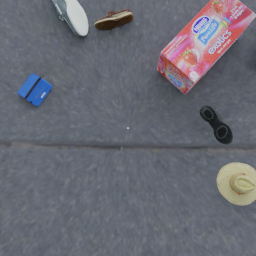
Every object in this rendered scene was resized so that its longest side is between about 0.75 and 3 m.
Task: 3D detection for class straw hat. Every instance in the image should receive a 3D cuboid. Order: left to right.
[{"bbox_3d":[3.310,1.619,8.091,1.342,0.568,1.342,0,81,0],"label":"straw hat"}]

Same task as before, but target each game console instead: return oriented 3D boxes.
[{"bbox_3d":[-2.911,-1.196,8.762,0.700,0.485,0.820,37,82,-26],"label":"game console"}]

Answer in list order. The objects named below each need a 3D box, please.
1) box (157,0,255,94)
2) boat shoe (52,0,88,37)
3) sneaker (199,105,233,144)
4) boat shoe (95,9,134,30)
[{"bbox_3d":[2.230,-2.489,8.313,1.271,1.378,2.685,43,85,6],"label":"box"},{"bbox_3d":[-1.930,-3.775,8.987,0.630,0.742,2.039,-27,89,40],"label":"boat shoe"},{"bbox_3d":[2.411,-0.133,7.516,0.471,0.563,1.241,-32,91,25],"label":"sneaker"},{"bbox_3d":[-0.485,-3.523,8.960,1.281,0.462,0.461,-19,70,-3],"label":"boat shoe"}]
